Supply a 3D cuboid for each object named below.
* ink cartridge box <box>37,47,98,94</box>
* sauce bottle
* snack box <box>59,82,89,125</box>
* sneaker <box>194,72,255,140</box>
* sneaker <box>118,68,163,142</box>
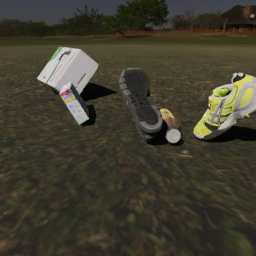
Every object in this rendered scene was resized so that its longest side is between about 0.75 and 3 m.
[{"bbox_3d":[-2.571,-2.331,11.716,1.044,1.843,2.514,37,-6,-36],"label":"ink cartridge box"},{"bbox_3d":[1.094,-0.084,7.764,0.592,0.592,1.828,-1,17,-4],"label":"sauce bottle"},{"bbox_3d":[-1.698,-0.837,8.996,0.412,1.107,1.557,-32,18,1],"label":"snack box"},{"bbox_3d":[2.309,-0.517,6.840,0.919,2.405,0.907,38,53,-2],"label":"sneaker"},{"bbox_3d":[0.263,-0.627,7.300,0.831,0.874,2.204,-11,58,-7],"label":"sneaker"}]
